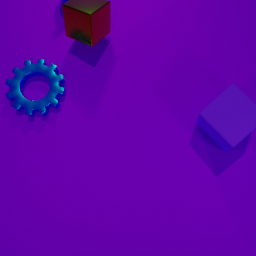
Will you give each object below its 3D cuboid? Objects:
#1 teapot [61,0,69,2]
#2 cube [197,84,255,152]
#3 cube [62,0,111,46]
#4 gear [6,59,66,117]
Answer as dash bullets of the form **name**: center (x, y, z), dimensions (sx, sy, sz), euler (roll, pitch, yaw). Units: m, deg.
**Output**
- **teapot**: center (-1.866, -4.645, 9.272), dimensions (0.987, 0.778, 1.588), euler (7, 35, 19)
- **cube**: center (2.937, -0.246, 8.123), dimensions (1.291, 1.291, 1.291), euler (-42, 76, 1)
- **cube**: center (-1.259, -3.394, 8.741), dimensions (1.065, 1.065, 1.065), euler (25, 52, 17)
- **gear**: center (-2.940, -1.286, 8.980), dimensions (1.834, 0.339, 1.834), euler (0, 79, 0)
